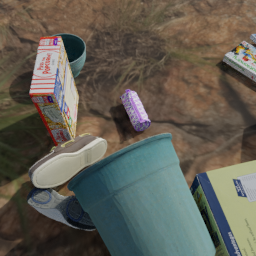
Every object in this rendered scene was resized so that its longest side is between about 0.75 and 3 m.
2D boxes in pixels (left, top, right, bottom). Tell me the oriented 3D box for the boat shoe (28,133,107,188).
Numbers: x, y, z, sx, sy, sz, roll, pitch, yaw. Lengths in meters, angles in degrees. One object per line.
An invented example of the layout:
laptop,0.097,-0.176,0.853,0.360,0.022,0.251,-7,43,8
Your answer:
boat shoe,-1.846,0.885,8.475,0.829,1.001,2.785,26,35,30

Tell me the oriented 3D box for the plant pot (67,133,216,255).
plant pot,0.441,2.114,6.902,2.970,2.970,2.908,-23,76,-15

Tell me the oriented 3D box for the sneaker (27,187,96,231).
sneaker,-1.765,2.310,7.915,2.152,0.937,0.802,21,55,14

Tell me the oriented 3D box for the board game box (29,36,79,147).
board game box,-2.189,-1.019,8.888,0.670,2.896,2.194,-2,58,1

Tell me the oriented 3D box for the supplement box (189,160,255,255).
supplement box,3.295,2.439,7.296,2.688,1.806,2.690,-11,57,-8

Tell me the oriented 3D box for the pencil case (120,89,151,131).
pencil case,0.274,-0.653,10.076,0.666,0.678,1.587,-17,59,-13

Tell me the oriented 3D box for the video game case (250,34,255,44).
video game case,6.519,-3.418,11.958,1.839,0.232,2.019,-10,53,-20

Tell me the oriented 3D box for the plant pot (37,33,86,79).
plant pot,-2.508,-2.674,11.110,1.816,1.217,1.816,0,56,1

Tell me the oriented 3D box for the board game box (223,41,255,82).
board game box,5.234,-2.667,11.604,1.358,0.372,2.151,-37,64,-21
